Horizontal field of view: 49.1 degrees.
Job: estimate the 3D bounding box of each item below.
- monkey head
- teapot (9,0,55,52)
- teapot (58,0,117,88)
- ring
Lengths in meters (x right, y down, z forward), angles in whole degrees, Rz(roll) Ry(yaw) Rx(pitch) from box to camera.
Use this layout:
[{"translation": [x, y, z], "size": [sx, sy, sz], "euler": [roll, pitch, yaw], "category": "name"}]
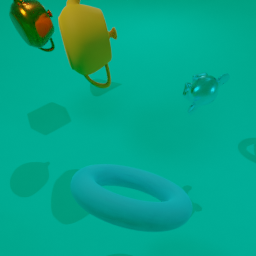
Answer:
[{"translation": [1.444, -0.649, 5.297], "size": [1.018, 0.732, 0.614], "euler": [-45, 42, 6], "category": "monkey head"}, {"translation": [-1.838, -2.130, 5.480], "size": [0.732, 1.495, 0.930], "euler": [-37, 49, -17], "category": "teapot"}, {"translation": [-0.716, -1.731, 5.213], "size": [1.003, 2.048, 1.274], "euler": [-15, 13, -7], "category": "teapot"}, {"translation": [0.048, 0.893, 3.858], "size": [1.680, 0.336, 1.680], "euler": [13, 7, -2], "category": "ring"}]
